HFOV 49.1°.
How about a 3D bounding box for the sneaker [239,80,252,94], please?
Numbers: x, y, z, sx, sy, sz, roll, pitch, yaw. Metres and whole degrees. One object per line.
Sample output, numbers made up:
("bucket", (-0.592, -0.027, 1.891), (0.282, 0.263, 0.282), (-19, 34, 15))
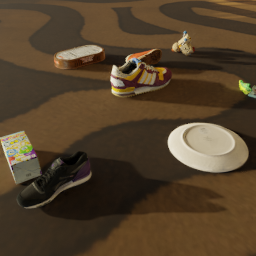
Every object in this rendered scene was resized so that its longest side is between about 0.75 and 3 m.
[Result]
("sneaker", (4.328, -1.513, 10.322), (0.316, 0.280, 0.757), (-19, 43, 8))

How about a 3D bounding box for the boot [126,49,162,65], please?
("boot", (0.726, -3.154, 12.430), (1.721, 0.646, 0.923), (-27, 38, -32))

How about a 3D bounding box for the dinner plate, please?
("dinner plate", (2.191, 0.390, 7.692), (2.154, 0.261, 2.154), (0, 34, 0))

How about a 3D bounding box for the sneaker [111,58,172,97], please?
("sneaker", (0.598, -2.013, 10.255), (2.665, 1.201, 0.999), (-23, 41, -30))

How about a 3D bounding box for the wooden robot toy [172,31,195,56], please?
("wooden robot toy", (2.615, -3.876, 13.554), (0.951, 0.923, 2.095), (-26, 26, 26))

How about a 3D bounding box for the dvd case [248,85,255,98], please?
("dvd case", (4.795, -1.292, 10.204), (0.611, 0.092, 0.837), (21, 39, 27))

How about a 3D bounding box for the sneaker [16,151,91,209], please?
("sneaker", (-1.669, 1.051, 6.256), (1.781, 0.780, 0.674), (-27, 43, -33))

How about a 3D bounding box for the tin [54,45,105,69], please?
("tin", (-2.174, -3.259, 12.712), (2.434, 0.510, 1.363), (-24, 37, -30))

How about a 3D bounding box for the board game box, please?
("board game box", (-2.655, 0.691, 6.917), (0.625, 0.614, 1.193), (-19, 39, -25))
